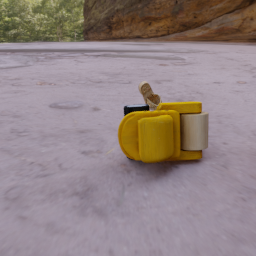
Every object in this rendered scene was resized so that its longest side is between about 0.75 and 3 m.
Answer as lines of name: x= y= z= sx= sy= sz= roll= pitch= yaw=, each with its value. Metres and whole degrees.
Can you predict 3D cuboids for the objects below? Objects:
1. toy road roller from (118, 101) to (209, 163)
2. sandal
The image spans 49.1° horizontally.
toy road roller: x=0.754 y=0.134 z=5.533 sx=1.913 sy=1.176 sz=1.397 roll=-3 pitch=9 yaw=-2
sandal: x=0.810 y=-0.882 z=8.860 sx=0.530 sy=1.445 sz=0.475 roll=-42 pitch=47 yaw=1
